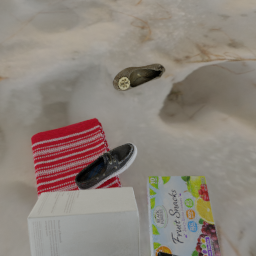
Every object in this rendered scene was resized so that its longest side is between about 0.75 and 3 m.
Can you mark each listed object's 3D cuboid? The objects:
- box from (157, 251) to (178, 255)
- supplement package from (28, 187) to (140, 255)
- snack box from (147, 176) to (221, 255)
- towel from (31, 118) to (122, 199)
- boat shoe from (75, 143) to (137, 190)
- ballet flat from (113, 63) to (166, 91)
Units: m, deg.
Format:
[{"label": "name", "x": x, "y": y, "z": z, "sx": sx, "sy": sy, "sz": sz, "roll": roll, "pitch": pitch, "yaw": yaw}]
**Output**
[{"label": "box", "x": 0.604, "y": 3.001, "z": 3.331, "sx": 0.530, "sy": 2.660, "sz": 1.821, "roll": 15, "pitch": 91, "yaw": -6}, {"label": "supplement package", "x": -0.755, "y": 1.857, "z": 5.268, "sx": 1.873, "sy": 1.099, "sz": 1.095, "roll": -3, "pitch": 10, "yaw": -3}, {"label": "snack box", "x": 1.095, "y": 1.923, "z": 5.868, "sx": 1.308, "sy": 0.487, "sz": 1.840, "roll": -1, "pitch": 52, "yaw": -1}, {"label": "towel", "x": -1.273, "y": 0.963, "z": 6.747, "sx": 1.905, "sy": 0.296, "sz": 2.634, "roll": -15, "pitch": 54, "yaw": -10}, {"label": "boat shoe", "x": -0.510, "y": 0.807, "z": 6.314, "sx": 1.612, "sy": 0.534, "sz": 0.564, "roll": -33, "pitch": 56, "yaw": -7}, {"label": "ballet flat", "x": 0.392, "y": -1.484, "z": 8.101, "sx": 1.859, "sy": 0.626, "sz": 0.431, "roll": -22, "pitch": 35, "yaw": -32}]
